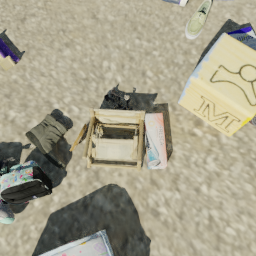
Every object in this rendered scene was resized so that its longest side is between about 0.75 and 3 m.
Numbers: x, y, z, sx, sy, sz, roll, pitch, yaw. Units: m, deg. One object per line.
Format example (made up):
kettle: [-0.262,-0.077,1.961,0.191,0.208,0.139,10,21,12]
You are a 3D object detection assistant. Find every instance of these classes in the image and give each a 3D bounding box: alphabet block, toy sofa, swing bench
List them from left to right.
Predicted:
toy sofa: [-5.094,-3.100,11.199,0.733,0.622,1.502,-39,77,-10]
swing bench: [-0.438,0.382,9.800,1.943,1.267,1.953,4,67,2]
alphabet block: [3.455,-1.425,9.804,2.309,2.267,2.255,36,77,11]

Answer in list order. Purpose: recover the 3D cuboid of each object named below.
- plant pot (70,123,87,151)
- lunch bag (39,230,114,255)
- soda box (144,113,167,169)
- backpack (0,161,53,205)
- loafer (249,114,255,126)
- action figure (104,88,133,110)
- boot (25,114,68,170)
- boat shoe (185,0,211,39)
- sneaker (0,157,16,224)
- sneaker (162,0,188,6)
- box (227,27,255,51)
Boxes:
plant pot: [-1.719,0.347,9.885,0.152,1.107,1.107,30,74,-8]
lunch bag: [-1.592,4.665,8.124,2.932,1.864,2.486,-25,72,3]
soda box: [0.974,0.464,10.067,0.672,0.624,1.964,-3,72,-1]
backpack: [-3.430,1.863,9.276,1.505,1.336,1.133,-23,51,-3]
loafer: [5.320,-0.989,10.585,2.408,0.758,0.866,-46,106,-8]
action figure: [-0.302,-0.894,10.489,0.782,0.671,1.315,-38,74,-22]
boot: [-2.633,0.431,10.092,1.983,0.671,1.295,44,72,11]
boat shoe: [2.924,-4.583,11.680,0.687,0.592,1.908,23,74,7]
sneaker: [-4.353,1.802,9.439,2.592,1.008,1.813,38,77,11]
sneaker: [2.025,-6.680,12.076,1.977,1.088,2.700,23,79,3]
box: [4.438,-3.123,11.143,1.289,0.735,1.402,-17,72,-6]
